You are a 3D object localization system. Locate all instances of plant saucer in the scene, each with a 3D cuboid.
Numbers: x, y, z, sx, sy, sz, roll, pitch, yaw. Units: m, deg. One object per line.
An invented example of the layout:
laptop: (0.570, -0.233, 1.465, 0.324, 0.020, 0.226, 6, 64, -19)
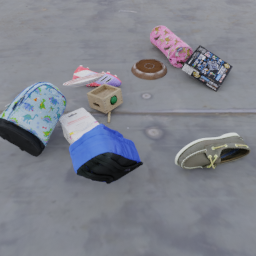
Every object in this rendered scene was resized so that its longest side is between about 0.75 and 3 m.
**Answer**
plant saucer: (1.029, -2.902, 13.527, 1.751, 0.281, 1.751, -1, 42, 1)

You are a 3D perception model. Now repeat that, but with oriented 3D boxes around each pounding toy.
pounding toy: (-0.859, -1.011, 11.177, 1.274, 0.906, 1.173, 23, 46, 37)

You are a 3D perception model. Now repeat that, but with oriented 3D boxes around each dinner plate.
dinner plate: (-1.363, -1.502, 8.873, 1.389, 0.168, 1.389, -12, 19, 4)

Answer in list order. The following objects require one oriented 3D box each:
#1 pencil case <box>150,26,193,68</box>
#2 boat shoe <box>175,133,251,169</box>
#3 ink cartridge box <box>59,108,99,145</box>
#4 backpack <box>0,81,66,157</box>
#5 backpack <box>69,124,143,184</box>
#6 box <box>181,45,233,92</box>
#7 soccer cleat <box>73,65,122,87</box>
pencil case: (2.142, -4.212, 14.304, 1.221, 1.169, 2.823, 21, 28, -38)
boat shoe: (2.757, 0.829, 9.005, 2.590, 0.925, 0.774, -14, 39, -20)
ink cartridge box: (-1.568, 0.175, 9.912, 1.124, 0.651, 1.930, -25, 50, -25)
backpack: (-3.004, -0.480, 9.187, 1.773, 1.671, 2.174, 40, 47, -22)
backpack: (-0.779, 0.707, 7.890, 1.453, 1.788, 1.501, -40, 58, 19)
box: (3.647, -2.766, 12.818, 1.898, 0.475, 1.912, 36, 52, 5)
soccer cleat: (-1.391, -2.110, 12.461, 2.243, 0.748, 0.858, 19, 74, 13)
